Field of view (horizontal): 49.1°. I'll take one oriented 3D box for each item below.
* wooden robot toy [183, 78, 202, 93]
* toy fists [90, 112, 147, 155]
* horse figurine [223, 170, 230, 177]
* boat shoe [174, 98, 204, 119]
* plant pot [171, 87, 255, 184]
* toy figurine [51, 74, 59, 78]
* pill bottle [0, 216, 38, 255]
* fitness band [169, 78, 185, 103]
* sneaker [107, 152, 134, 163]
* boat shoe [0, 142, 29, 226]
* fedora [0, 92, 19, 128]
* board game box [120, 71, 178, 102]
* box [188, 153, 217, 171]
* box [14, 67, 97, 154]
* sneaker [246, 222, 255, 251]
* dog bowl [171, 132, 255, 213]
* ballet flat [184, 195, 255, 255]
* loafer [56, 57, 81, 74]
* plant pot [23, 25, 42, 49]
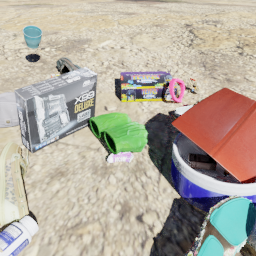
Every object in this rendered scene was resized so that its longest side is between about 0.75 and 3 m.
[{"bbox_3d":[3.157,-2.011,13.354,0.561,0.545,1.237,15,16,-39],"label":"wooden robot toy"},{"bbox_3d":[-0.280,0.131,9.520,1.306,0.881,2.562,-18,26,-21],"label":"toy fists"},{"bbox_3d":[3.035,1.126,8.282,0.507,0.191,0.765,-14,38,16],"label":"horse figurine"},{"bbox_3d":[2.968,-0.784,11.130,2.349,0.804,0.878,-5,33,-8],"label":"boat shoe"},{"bbox_3d":[2.746,0.091,7.554,1.737,1.969,1.971,-50,32,5],"label":"plant pot"},{"bbox_3d":[-3.485,-2.410,14.281,0.871,0.460,0.522,-2,61,1],"label":"toy figurine"},{"bbox_3d":[-2.513,2.457,6.180,0.606,0.606,1.012,18,36,26],"label":"pill bottle"},{"bbox_3d":[2.131,-1.617,12.096,0.259,0.992,1.382,7,2,32],"label":"fitness band"},{"bbox_3d":[-0.205,0.953,8.859,0.857,0.310,0.488,-23,42,-31],"label":"sneaker"},{"bbox_3d":[-3.057,1.418,7.624,0.836,0.978,2.667,-3,42,-13],"label":"boat shoe"},{"bbox_3d":[-4.721,-0.818,11.070,2.068,0.934,1.829,2,32,3],"label":"fedora"},{"bbox_3d":[0.894,-1.986,13.140,2.493,0.707,2.061,-2,33,-3],"label":"board game box"},{"bbox_3d":[2.222,1.016,8.417,0.807,0.302,0.404,4,32,11],"label":"box"},{"bbox_3d":[-2.326,-0.659,9.575,0.689,2.183,2.768,36,45,29],"label":"box"},{"bbox_3d":[2.848,2.527,6.303,0.593,0.504,1.340,-9,27,14],"label":"sneaker"},{"bbox_3d":[2.653,1.055,7.918,2.836,1.117,2.836,0,32,0],"label":"dog bowl"},{"bbox_3d":[1.738,2.444,5.895,2.873,0.918,1.086,-31,77,-40],"label":"ballet flat"},{"bbox_3d":[-3.224,-3.122,14.871,0.757,0.864,2.406,-32,46,-31],"label":"loafer"},{"bbox_3d":[-4.986,-4.690,14.642,0.949,0.892,0.949,9,54,-13],"label":"plant pot"}]
